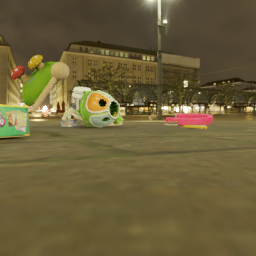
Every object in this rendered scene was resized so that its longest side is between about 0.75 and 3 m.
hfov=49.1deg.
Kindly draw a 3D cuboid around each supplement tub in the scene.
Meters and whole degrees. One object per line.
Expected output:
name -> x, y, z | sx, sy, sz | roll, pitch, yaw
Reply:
supplement tub -> -2.036, -1.126, 12.332 | 0.855, 1.218, 0.855 | 6, 21, -2

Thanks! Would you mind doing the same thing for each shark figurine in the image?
shark figurine -> -2.770, -0.762, 15.544 | 2.241, 1.339, 0.935 | 3, -6, 45

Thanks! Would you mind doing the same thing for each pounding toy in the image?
pounding toy -> -3.186, -1.803, 9.650 | 1.201, 1.998, 2.589 | 45, -6, -28

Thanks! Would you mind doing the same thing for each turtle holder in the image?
turtle holder -> -1.018, -0.598, 10.993 | 1.346, 1.896, 1.440 | 3, 42, 30

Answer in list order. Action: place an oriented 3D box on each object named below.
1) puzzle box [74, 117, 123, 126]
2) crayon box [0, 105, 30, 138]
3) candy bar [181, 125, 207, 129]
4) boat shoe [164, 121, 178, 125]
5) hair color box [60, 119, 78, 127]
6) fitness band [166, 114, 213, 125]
puzzle box -> -1.453, -0.468, 14.509 | 1.598, 0.305, 2.403 | 15, 7, 21
crayon box -> -2.997, -0.108, 4.511 | 1.802, 0.609, 2.088 | 2, 3, 19
candy bar -> 2.288, -0.035, 9.716 | 0.278, 0.124, 1.117 | -1, 3, -28
boat shoe -> 2.263, -0.258, 14.833 | 0.780, 0.232, 0.280 | -1, 2, -15
hair color box -> -2.513, -0.208, 11.996 | 0.530, 0.321, 1.060 | 0, 2, 0
fitness band -> 3.455, -0.502, 15.922 | 2.604, 0.487, 1.870 | -1, 8, 5
